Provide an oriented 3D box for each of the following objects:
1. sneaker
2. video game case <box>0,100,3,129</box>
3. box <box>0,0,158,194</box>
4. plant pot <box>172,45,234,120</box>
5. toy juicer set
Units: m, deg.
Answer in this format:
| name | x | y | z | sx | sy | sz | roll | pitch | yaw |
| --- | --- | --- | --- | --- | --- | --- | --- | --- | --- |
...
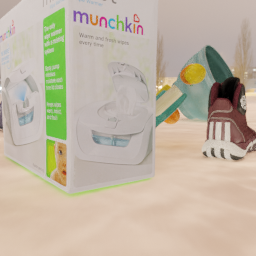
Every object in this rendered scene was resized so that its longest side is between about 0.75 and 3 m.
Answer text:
| name | x | y | z | sx | sy | sz | roll | pitch | yaw |
| --- | --- | --- | --- | --- | --- | --- | --- | --- | --- |
| sneaker | 1.565 | -0.195 | 4.050 | 0.684 | 1.044 | 1.808 | 3 | 7 | 27 |
| video game case | -2.018 | -0.877 | 6.050 | 0.280 | 2.109 | 2.952 | 29 | -14 | -38 |
| box | -0.655 | -0.455 | 3.093 | 0.966 | 1.764 | 1.999 | -4 | 8 | -37 |
| plant pot | 2.577 | -1.292 | 9.592 | 1.697 | 2.533 | 2.533 | -27 | -11 | 35 |
| toy juicer set | 0.728 | -0.399 | 4.283 | 1.211 | 0.518 | 1.903 | -41 | 4 | 36 |
